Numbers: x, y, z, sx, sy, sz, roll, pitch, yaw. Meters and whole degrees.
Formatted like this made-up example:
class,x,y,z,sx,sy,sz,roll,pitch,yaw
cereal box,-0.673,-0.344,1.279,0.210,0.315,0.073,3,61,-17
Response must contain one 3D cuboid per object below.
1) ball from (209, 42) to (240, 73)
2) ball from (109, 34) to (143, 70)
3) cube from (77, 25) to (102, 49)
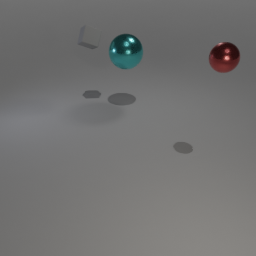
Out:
class,x,y,z,sx,sy,sz,roll,pitch,yaw
ball,2.238,-1.635,6.514,0.700,0.700,0.700,0,29,0
ball,-0.082,-3.065,11.277,1.400,1.400,1.400,0,29,0
cube,-1.565,-3.668,11.339,0.700,0.700,0.700,12,2,-26
